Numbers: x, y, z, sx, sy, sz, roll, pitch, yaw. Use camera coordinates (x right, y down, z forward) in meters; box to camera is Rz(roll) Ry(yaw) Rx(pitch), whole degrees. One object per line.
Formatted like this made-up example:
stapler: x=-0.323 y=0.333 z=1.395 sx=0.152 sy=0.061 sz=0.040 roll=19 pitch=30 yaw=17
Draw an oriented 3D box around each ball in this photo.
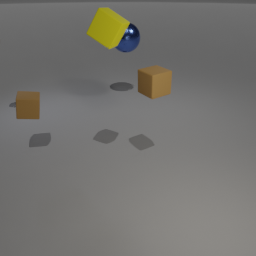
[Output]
ball: x=-0.104 y=-4.354 z=13.482 sx=1.400 sy=1.400 sz=1.400 roll=0 pitch=28 yaw=0

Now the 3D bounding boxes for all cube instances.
cube: x=0.754 y=-1.319 z=7.991 sx=0.700 sy=0.700 sz=0.700 roll=-19 pitch=34 yaw=-28
cube: x=-0.488 y=-2.492 z=6.978 sx=0.700 sy=0.700 sz=0.700 roll=34 pitch=27 yaw=-1
cube: x=-3.234 y=-0.742 z=9.088 sx=0.700 sy=0.700 sz=0.700 roll=0 pitch=28 yaw=-17
